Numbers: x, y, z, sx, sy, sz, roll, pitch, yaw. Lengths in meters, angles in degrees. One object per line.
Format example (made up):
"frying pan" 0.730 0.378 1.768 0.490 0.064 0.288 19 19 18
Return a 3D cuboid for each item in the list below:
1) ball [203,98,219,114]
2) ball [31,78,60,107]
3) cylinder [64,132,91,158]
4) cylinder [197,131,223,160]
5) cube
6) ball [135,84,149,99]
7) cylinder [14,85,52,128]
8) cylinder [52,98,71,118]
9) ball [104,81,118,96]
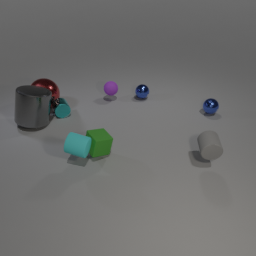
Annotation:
"ball" 3.696 -0.976 12.503 0.700 0.700 0.700 0 32 0
"ball" -3.876 -1.599 12.983 1.400 1.400 1.400 0 32 0
"cylinder" -1.637 0.557 9.142 0.700 0.700 0.700 16 34 6
"cylinder" 2.655 0.560 9.085 0.700 0.700 0.700 1 39 1
"cube" -1.036 0.507 9.777 0.700 0.700 0.700 -8 36 -36
"ball" 0.705 -1.811 13.853 0.700 0.700 0.700 0 32 0
"cylinder" -3.934 -0.897 11.600 1.400 1.400 1.400 10 23 -4
"cylinder" -2.977 -0.900 12.523 0.700 0.700 0.700 -12 34 -19
"ball" -0.825 -1.915 13.538 0.700 0.700 0.700 0 32 0
